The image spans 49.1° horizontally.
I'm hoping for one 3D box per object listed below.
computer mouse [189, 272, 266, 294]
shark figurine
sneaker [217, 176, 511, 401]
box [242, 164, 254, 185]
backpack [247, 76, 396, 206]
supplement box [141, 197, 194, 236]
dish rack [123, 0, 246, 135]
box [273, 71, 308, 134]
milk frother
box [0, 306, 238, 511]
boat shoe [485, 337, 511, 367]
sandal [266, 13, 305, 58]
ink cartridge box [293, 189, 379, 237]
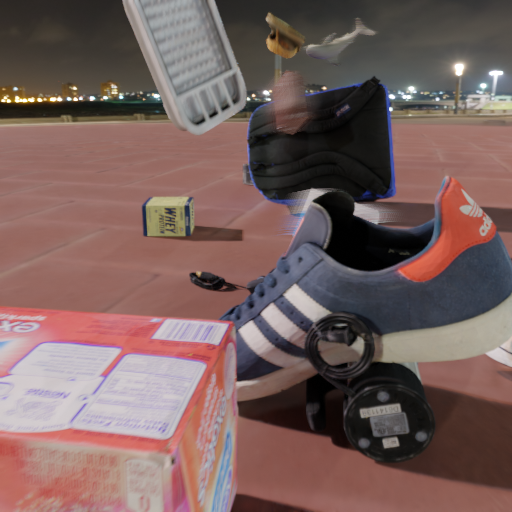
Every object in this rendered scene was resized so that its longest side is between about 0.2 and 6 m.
[{"bbox_3d":[-0.155,0.352,8.206,1.909,0.325,0.560,6,19,22],"label":"computer mouse"},{"bbox_3d":[1.869,-4.655,12.647,1.509,0.630,0.902,-25,-6,0],"label":"shark figurine"},{"bbox_3d":[0.427,0.271,5.010,3.417,1.444,1.281,-19,15,25],"label":"sneaker"},{"bbox_3d":[1.389,-2.558,17.330,2.904,0.643,2.327,9,19,28],"label":"box"},{"bbox_3d":[1.592,-2.384,13.494,3.334,2.709,2.797,-5,-3,16],"label":"backpack"},{"bbox_3d":[-1.790,-0.819,11.537,0.951,0.639,0.952,0,17,-1],"label":"supplement box"},{"bbox_3d":[-1.154,-3.314,9.086,0.536,2.463,2.114,-6,26,33],"label":"dish rack"},{"bbox_3d":[0.618,-2.804,10.224,0.388,1.035,0.518,14,-33,-26],"label":"box"},{"bbox_3d":[0.947,0.906,4.802,1.076,1.192,1.121,5,17,7],"label":"milk frother"},{"bbox_3d":[-1.656,1.214,3.456,2.921,1.383,1.499,2,17,8],"label":"box"},{"bbox_3d":[3.103,0.916,5.725,0.720,0.658,2.002,-8,18,-23],"label":"boat shoe"},{"bbox_3d":[0.475,-3.976,10.450,0.762,0.513,1.898,32,8,-2],"label":"sandal"},{"bbox_3d":[0.859,-0.312,5.994,0.769,0.563,0.330,21,-5,15],"label":"ink cartridge box"}]
